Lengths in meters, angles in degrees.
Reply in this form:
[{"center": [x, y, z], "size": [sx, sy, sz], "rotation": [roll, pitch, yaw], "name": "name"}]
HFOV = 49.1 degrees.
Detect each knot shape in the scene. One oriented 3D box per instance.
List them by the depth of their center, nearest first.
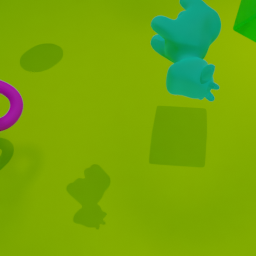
[{"center": [-3.032, -0.840, 5.661], "size": [0.810, 1.754, 1.641], "rotation": [-39, 55, 10], "name": "knot shape"}]

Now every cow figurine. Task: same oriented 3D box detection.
[{"center": [0.880, -1.044, 3.715], "size": [1.303, 0.715, 1.282], "rotation": [-43, 71, -14], "name": "cow figurine"}]

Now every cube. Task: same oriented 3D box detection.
[{"center": [2.883, -2.223, 4.854], "size": [1.290, 1.290, 1.290], "rotation": [21, 80, -15], "name": "cube"}]
